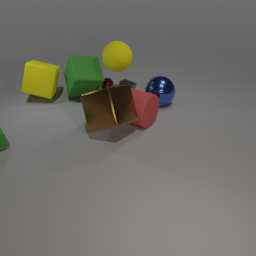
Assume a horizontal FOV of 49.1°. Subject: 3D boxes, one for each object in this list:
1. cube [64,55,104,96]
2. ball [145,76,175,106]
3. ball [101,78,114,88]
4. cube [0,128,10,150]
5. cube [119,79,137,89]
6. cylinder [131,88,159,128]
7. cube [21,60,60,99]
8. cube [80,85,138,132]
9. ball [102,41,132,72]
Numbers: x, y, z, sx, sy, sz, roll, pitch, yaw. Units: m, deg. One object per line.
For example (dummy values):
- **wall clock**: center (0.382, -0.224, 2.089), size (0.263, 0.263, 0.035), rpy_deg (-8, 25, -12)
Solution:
- **cube**: center (-2.131, -2.459, 13.354), size (1.400, 1.400, 1.400), rpy_deg (-4, 66, -28)
- **ball**: center (1.499, -1.711, 13.043), size (1.400, 1.400, 1.400), rpy_deg (0, 30, 0)
- **ball**: center (-1.087, -2.290, 14.725), size (0.700, 0.700, 0.700), rpy_deg (0, 30, 0)
- **cube**: center (-4.726, 0.351, 9.861), size (0.700, 0.700, 0.700), rpy_deg (-28, 54, -20)
- **cube**: center (-0.061, -1.959, 13.923), size (0.700, 0.700, 0.700), rpy_deg (22, 25, 13)
- **cylinder**: center (0.347, -0.849, 11.502), size (1.400, 1.400, 1.400), rpy_deg (20, 35, 30)
- **cube**: center (-4.171, -2.370, 13.523), size (1.400, 1.400, 1.400), rpy_deg (12, 18, -9)
- **cube**: center (-0.685, -0.738, 10.436), size (1.400, 1.400, 1.400), rpy_deg (-11, 4, 36)
- **ball**: center (-0.501, -3.309, 13.029), size (1.400, 1.400, 1.400), rpy_deg (0, 30, 0)
